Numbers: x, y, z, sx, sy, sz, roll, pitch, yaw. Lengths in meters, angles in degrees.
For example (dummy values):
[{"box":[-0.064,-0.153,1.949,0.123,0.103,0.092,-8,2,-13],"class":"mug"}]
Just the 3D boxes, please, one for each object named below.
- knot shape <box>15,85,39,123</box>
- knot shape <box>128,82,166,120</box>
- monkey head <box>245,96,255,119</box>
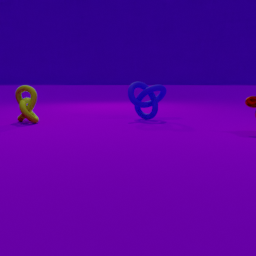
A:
[{"box":[-2.853,-0.554,7.950,0.521,1.127,1.054,-7,43,-28],"class":"knot shape"},{"box":[0.645,-0.924,8.460,1.127,1.205,0.557,-27,21,4],"class":"knot shape"},{"box":[3.298,-0.353,5.989,1.418,1.020,0.855,27,20,-3],"class":"monkey head"}]
